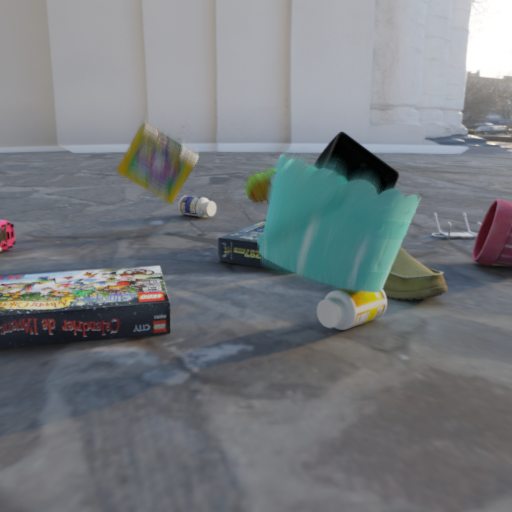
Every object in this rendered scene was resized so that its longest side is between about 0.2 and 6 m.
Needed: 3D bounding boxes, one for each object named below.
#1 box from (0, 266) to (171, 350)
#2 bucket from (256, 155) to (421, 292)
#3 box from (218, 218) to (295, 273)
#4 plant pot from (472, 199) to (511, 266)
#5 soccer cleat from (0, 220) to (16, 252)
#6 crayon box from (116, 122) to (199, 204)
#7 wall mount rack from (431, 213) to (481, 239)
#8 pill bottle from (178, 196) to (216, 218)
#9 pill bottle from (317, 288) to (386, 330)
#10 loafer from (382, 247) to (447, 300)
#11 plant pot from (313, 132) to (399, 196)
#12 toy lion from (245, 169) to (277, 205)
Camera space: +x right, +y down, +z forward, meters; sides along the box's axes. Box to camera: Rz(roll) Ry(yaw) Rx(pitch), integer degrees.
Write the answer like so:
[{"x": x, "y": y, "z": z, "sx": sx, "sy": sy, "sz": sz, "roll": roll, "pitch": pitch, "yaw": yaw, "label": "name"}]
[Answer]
[{"x": -2.643, "y": 0.694, "z": 8.153, "sx": 2.646, "sy": 0.499, "sz": 1.807, "roll": -4, "pitch": 15, "yaw": -14, "label": "box"}, {"x": 1.048, "y": -0.436, "z": 7.563, "sx": 2.075, "sy": 1.350, "sz": 2.075, "roll": 17, "pitch": 9, "yaw": -3, "label": "bucket"}, {"x": 0.501, "y": -0.283, "z": 11.734, "sx": 1.745, "sy": 0.565, "sz": 2.213, "roll": 8, "pitch": 18, "yaw": 27, "label": "box"}, {"x": 4.982, "y": -0.318, "z": 10.822, "sx": 1.157, "sy": 1.293, "sz": 1.293, "roll": 20, "pitch": 19, "yaw": 12, "label": "plant pot"}, {"x": -5.706, "y": -0.322, "z": 11.664, "sx": 0.849, "sy": 0.687, "sz": 1.966, "roll": -2, "pitch": 15, "yaw": -2, "label": "soccer cleat"}, {"x": -2.457, "y": -2.299, "z": 14.024, "sx": 1.596, "sy": 1.377, "sz": 0.465, "roll": 31, "pitch": 28, "yaw": -11, "label": "crayon box"}, {"x": 4.864, "y": -0.723, "z": 13.591, "sx": 1.294, "sy": 0.482, "sz": 1.124, "roll": 0, "pitch": 15, "yaw": -2, "label": "wall mount rack"}, {"x": -1.662, "y": -1.390, "z": 15.949, "sx": 1.024, "sy": 0.568, "sz": 0.568, "roll": 10, "pitch": 18, "yaw": 34, "label": "pill bottle"}, {"x": 1.340, "y": 0.713, "z": 7.911, "sx": 1.023, "sy": 0.559, "sz": 0.559, "roll": -10, "pitch": 18, "yaw": -42, "label": "pill bottle"}, {"x": 2.210, "y": 0.124, "z": 9.671, "sx": 0.930, "sy": 0.825, "sz": 2.446, "roll": -10, "pitch": 18, "yaw": -33, "label": "loafer"}, {"x": 1.895, "y": -1.442, "z": 12.817, "sx": 1.758, "sy": 1.754, "sz": 1.560, "roll": 32, "pitch": -20, "yaw": -15, "label": "plant pot"}, {"x": 0.277, "y": -1.843, "z": 14.744, "sx": 1.034, "sy": 1.079, "sz": 0.371, "roll": 30, "pitch": 13, "yaw": -29, "label": "toy lion"}]
